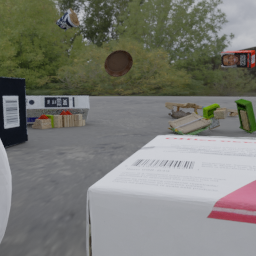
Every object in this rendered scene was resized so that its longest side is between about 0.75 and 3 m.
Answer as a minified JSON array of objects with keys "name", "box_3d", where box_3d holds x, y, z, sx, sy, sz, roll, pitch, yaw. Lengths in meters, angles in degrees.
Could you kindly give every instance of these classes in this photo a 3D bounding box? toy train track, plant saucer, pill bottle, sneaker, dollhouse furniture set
[{"name":"toy train track","box_3d":[2.837,-0.613,10.765,2.837,0.462,1.627,6,1,0]},{"name":"plant saucer","box_3d":[-0.311,-2.057,8.825,0.934,0.934,0.171,-3,40,-20]},{"name":"pill bottle","box_3d":[-1.636,0.304,1.367,1.833,1.048,1.048,3,8,20]},{"name":"sneaker","box_3d":[-2.287,-3.945,10.576,0.512,0.793,1.461,41,19,-35]},{"name":"dollhouse furniture set","box_3d":[2.000,-0.022,6.681,1.952,0.753,0.975,-20,18,-6]}]

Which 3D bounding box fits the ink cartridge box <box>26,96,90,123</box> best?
[{"name":"ink cartridge box","box_3d":[-2.371,-0.530,8.231,2.393,0.469,1.190,-3,-17,-15]}]

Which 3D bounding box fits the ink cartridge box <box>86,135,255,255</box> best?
[{"name":"ink cartridge box","box_3d":[0.553,0.462,1.766,1.105,0.643,1.517,2,9,17]}]

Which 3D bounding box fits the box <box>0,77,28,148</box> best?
[{"name":"box","box_3d":[-2.860,-0.317,5.244,1.679,1.246,0.899,3,8,15]}]

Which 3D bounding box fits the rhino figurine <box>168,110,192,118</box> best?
[{"name":"rhino figurine","box_3d":[1.954,-0.490,10.172,0.895,0.268,0.391,0,23,-14]}]

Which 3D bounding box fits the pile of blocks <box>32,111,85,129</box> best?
[{"name":"pile of blocks","box_3d":[-1.912,-0.260,7.798,1.462,0.454,0.600,-4,9,-32]}]

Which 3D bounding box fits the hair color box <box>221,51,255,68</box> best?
[{"name":"hair color box","box_3d":[3.697,-2.319,9.441,0.321,0.531,1.047,-26,27,-38]}]
